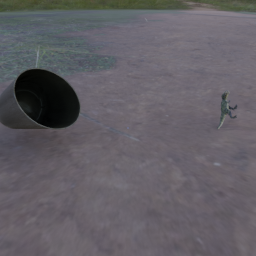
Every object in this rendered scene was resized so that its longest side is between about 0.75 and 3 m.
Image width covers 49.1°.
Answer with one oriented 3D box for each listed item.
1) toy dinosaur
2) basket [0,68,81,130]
[{"bbox_3d":[3.016,-0.520,8.450,0.518,1.176,0.279,9,0,2],"label":"toy dinosaur"},{"bbox_3d":[-2.548,-0.601,7.375,2.018,1.372,1.820,-6,-27,45],"label":"basket"}]
